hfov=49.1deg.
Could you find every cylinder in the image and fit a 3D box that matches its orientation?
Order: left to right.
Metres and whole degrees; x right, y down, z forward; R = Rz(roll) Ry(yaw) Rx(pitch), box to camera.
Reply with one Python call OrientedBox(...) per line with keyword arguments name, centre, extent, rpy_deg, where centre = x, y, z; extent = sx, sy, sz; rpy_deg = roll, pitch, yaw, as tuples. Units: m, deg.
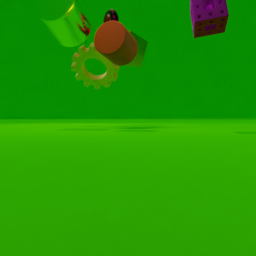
OrientedBox(name="cylinder", centre=(-2.036, -3.563, 9.129), extent=(1.309, 1.309, 1.309), rpy_deg=(1, -21, 16))
OrientedBox(name="cylinder", centre=(-0.317, -2.332, 7.804), extent=(0.949, 0.949, 0.949), rpy_deg=(1, -6, 22))

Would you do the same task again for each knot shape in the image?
OrientedBox(name="knot shape", centre=(-0.471, -3.331, 10.039), extent=(0.890, 1.803, 1.927), rpy_deg=(-20, -7, 21))

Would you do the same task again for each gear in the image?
OrientedBox(name="gear", centre=(-1.369, -2.549, 11.740), extent=(1.972, 1.972, 0.365), rpy_deg=(0, 43, 9))

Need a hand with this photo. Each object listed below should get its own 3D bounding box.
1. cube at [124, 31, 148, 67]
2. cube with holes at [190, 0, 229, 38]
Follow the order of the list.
OrientedBox(name="cube", centre=(-0.043, -3.704, 13.206), extent=(1.250, 1.250, 1.250), rpy_deg=(15, 0, 43))
OrientedBox(name="cube with holes", centre=(2.028, -2.898, 7.089), extent=(0.794, 0.794, 0.794), rpy_deg=(-8, -12, 11))
